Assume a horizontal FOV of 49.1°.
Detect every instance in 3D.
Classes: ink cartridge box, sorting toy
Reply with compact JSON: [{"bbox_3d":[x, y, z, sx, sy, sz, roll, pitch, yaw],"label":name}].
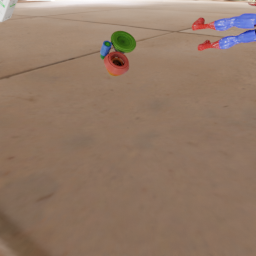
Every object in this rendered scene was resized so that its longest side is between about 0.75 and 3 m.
[{"bbox_3d":[-3.869,-4.306,8.547,1.909,1.040,0.481,-34,15,47],"label":"ink cartridge box"},{"bbox_3d":[-0.235,-1.372,5.303,0.601,0.411,1.001,20,59,-10],"label":"sorting toy"}]

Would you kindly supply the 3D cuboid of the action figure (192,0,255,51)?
[{"bbox_3d":[2.585,-1.999,5.509,0.705,0.892,2.728,-36,30,-27],"label":"action figure"}]
